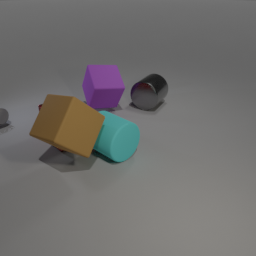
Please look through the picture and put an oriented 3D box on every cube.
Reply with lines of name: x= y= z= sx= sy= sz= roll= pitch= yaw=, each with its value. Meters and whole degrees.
cube: x=-1.135 y=-1.850 z=12.573 sx=1.400 sy=1.400 sz=1.400 roll=-5 pitch=59 yaw=-24
cube: x=-2.326 y=-0.205 z=10.507 sx=1.400 sy=1.400 sz=1.400 roll=-23 pitch=36 yaw=-35
cube: x=-1.830 y=-0.073 z=8.535 sx=1.400 sy=1.400 sz=1.400 roll=10 pitch=-16 yaw=42

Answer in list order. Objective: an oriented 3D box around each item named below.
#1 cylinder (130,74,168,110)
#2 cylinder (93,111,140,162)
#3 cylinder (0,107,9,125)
cylinder: x=1.029 y=-1.727 z=13.318 sx=1.400 sy=1.400 sz=1.400 roll=14 pitch=31 yaw=24
cylinder: x=-0.550 y=0.266 z=9.616 sx=1.400 sy=1.400 sz=1.400 roll=25 pitch=37 yaw=37
cylinder: x=-5.411 y=-0.526 z=11.525 sx=0.700 sy=0.700 sz=0.700 roll=11 pitch=29 yaw=35
